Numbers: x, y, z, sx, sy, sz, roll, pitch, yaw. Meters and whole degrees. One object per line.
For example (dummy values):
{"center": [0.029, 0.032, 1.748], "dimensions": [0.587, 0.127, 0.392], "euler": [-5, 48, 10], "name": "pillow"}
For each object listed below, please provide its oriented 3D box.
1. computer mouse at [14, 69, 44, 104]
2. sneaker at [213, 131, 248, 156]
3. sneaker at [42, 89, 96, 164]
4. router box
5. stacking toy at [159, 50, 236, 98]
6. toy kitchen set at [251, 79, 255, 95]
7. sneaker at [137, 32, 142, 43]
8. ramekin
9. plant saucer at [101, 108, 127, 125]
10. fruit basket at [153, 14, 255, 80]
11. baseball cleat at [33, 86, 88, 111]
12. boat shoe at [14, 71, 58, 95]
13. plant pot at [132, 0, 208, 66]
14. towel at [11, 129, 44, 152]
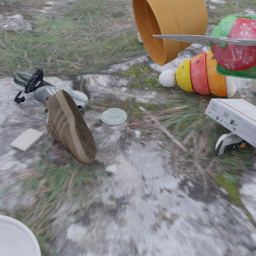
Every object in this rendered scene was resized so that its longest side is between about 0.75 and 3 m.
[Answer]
{"center": [-3.171, -1.295, 9.081], "dimensions": [0.939, 0.308, 1.338], "euler": [-3, 56, 50], "name": "computer mouse"}
{"center": [2.709, 0.401, 7.326], "dimensions": [1.274, 0.471, 0.505], "euler": [-26, 47, -28], "name": "sneaker"}
{"center": [-1.639, 0.090, 7.571], "dimensions": [0.948, 0.884, 2.509], "euler": [-36, 54, 13], "name": "sneaker"}
{"center": [3.332, -0.151, 7.535], "dimensions": [1.704, 0.464, 1.898], "euler": [-4, 34, -40], "name": "router box"}
{"center": [2.236, -1.756, 9.351], "dimensions": [2.473, 1.807, 1.807], "euler": [-6, 37, 20], "name": "stacking toy"}
{"center": [5.501, -0.803, 8.538], "dimensions": [1.571, 2.136, 2.666], "euler": [-16, 6, -19], "name": "toy kitchen set"}
{"center": [1.142, -4.095, 12.784], "dimensions": [1.464, 0.516, 0.685], "euler": [-2, 62, -10], "name": "sneaker"}
{"center": [-2.269, 2.381, 4.394], "dimensions": [1.767, 0.927, 1.767], "euler": [8, 44, -8], "name": "ramekin"}
{"center": [-0.422, -0.399, 8.495], "dimensions": [0.797, 0.200, 0.797], "euler": [0, 40, 0], "name": "plant saucer"}
{"center": [1.990, -1.349, 4.318], "dimensions": [2.255, 1.141, 2.435], "euler": [19, 15, 41], "name": "fruit basket"}
{"center": [-2.180, -0.855, 8.711], "dimensions": [1.783, 0.622, 0.949], "euler": [3, 40, 5], "name": "baseball cleat"}
{"center": [-3.183, -1.503, 9.468], "dimensions": [1.786, 0.633, 0.644], "euler": [13, 42, 16], "name": "boat shoe"}
{"center": [0.896, -2.214, 5.769], "dimensions": [1.097, 1.568, 1.568], "euler": [-24, 43, -4], "name": "plant pot"}
{"center": [-2.749, 0.311, 7.693], "dimensions": [0.525, 0.137, 0.793], "euler": [17, 43, 20], "name": "towel"}
